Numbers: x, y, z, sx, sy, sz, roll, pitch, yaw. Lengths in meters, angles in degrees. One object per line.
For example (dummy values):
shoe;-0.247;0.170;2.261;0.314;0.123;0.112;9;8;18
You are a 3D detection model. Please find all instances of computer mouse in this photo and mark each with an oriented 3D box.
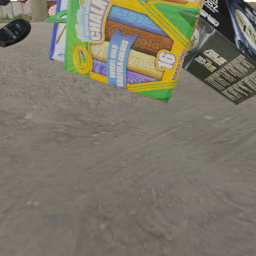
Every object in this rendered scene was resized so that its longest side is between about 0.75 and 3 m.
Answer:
computer mouse;-3.338;-2.031;7.074;2.140;0.364;0.627;-40;70;-13

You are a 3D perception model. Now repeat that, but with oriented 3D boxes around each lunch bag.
lunch bag;-0.397;-2.439;5.996;2.013;2.368;1.466;9;9;8

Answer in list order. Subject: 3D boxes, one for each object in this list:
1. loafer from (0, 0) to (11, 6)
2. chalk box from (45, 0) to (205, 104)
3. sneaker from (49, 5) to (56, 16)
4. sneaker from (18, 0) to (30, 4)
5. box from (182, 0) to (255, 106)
loafer;-3.852;-3.907;8.442;0.371;0.359;1.056;-35;15;27
chalk box;-0.102;-1.250;3.451;1.760;1.091;1.099;19;40;4
sneaker;-2.071;-3.947;9.217;1.208;0.455;0.631;-2;4;1
sneaker;-2.966;-4.208;7.909;0.483;1.308;0.572;12;1;3
box;2.148;-2.302;6.813;2.837;1.222;2.324;29;52;-22
